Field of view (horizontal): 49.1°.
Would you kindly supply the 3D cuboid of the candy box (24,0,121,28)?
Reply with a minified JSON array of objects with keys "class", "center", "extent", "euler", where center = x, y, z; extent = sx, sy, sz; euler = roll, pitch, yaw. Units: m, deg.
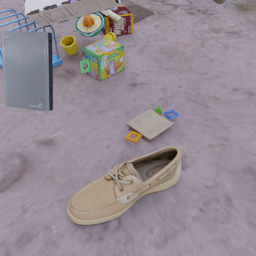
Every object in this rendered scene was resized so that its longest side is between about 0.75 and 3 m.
[{"class":"candy box","center":[-1.738,-4.479,8.207],"extent":[2.679,2.247,0.958],"euler":[-9,-5,14]}]

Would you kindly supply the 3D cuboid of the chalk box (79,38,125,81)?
[{"class":"chalk box","center":[-0.940,-2.256,9.399],"extent":[1.475,0.917,0.913],"euler":[-33,51,-30]}]

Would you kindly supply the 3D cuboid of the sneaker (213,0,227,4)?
[{"class":"sneaker","center":[2.113,-4.254,8.173],"extent":[2.103,0.862,0.786],"euler":[29,1,-30]}]

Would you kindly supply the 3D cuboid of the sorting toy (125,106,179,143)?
[{"class":"sorting toy","center":[0.575,-0.067,7.465],"extent":[1.733,0.236,0.976],"euler":[-31,46,-31]}]

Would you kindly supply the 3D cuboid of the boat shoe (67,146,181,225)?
[{"class":"boat shoe","center":[-0.044,1.053,5.733],"extent":[2.594,0.837,0.924],"euler":[-22,46,-23]}]

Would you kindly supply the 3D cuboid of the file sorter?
[{"class":"file sorter","center":[-3.824,-3.008,9.812],"extent":[2.432,1.492,1.688],"euler":[31,51,29]}]

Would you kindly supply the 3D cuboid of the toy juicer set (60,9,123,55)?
[{"class":"toy juicer set","center":[-1.178,-3.874,10.651],"extent":[1.809,0.774,2.843],"euler":[20,68,16]}]

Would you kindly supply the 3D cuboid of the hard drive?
[{"class":"hard drive","center":[-1.510,-0.853,4.218],"extent":[0.796,1.141,0.188],"euler":[7,16,16]}]

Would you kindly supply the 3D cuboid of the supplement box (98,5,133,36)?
[{"class":"supplement box","center":[-0.540,-4.635,12.123],"extent":[1.223,0.823,1.240],"euler":[-13,43,-14]}]
